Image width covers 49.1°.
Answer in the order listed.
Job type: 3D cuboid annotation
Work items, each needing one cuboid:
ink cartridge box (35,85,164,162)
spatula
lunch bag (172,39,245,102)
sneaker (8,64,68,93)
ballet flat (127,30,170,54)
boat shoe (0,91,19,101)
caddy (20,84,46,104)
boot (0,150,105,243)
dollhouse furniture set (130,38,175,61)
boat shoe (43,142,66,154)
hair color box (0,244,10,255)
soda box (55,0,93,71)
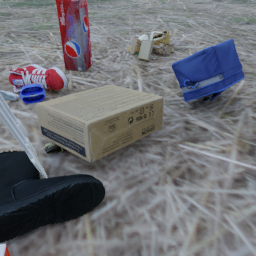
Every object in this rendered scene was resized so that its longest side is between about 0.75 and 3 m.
[{"bbox_3d":[-0.712,-0.309,7.655,2.730,1.025,2.249,-23,30,-40],"label":"ink cartridge box"},{"bbox_3d":[-2.364,-0.055,5.749,0.203,2.525,1.756,-28,48,-12],"label":"spatula"},{"bbox_3d":[2.768,-1.829,9.530,2.492,1.649,1.693,-30,9,-41],"label":"lunch bag"},{"bbox_3d":[-3.484,-1.800,10.536,2.538,0.904,1.427,18,33,38],"label":"sneaker"},{"bbox_3d":[1.091,-4.634,14.868,2.769,0.873,0.950,-24,41,-31],"label":"ballet flat"},{"bbox_3d":[-4.346,-1.178,10.227,0.787,0.289,0.263,20,25,11],"label":"boat shoe"},{"bbox_3d":[-3.371,-1.209,9.926,0.871,0.616,0.457,-13,29,-17],"label":"caddy"},{"bbox_3d":[-2.009,1.185,6.092,2.518,0.932,2.064,-16,32,-22],"label":"boot"},{"bbox_3d":[1.218,-3.822,14.188,1.614,0.924,1.893,20,14,28],"label":"dollhouse furniture set"},{"bbox_3d":[-1.810,0.526,7.591,0.908,0.332,0.294,-13,52,-23],"label":"boat shoe"},{"bbox_3d":[-2.377,2.689,4.040,1.006,0.580,1.815,-5,32,-8],"label":"hair color box"},{"bbox_3d":[-2.249,-4.014,11.995,1.046,2.987,0.947,8,35,12],"label":"soda box"}]
